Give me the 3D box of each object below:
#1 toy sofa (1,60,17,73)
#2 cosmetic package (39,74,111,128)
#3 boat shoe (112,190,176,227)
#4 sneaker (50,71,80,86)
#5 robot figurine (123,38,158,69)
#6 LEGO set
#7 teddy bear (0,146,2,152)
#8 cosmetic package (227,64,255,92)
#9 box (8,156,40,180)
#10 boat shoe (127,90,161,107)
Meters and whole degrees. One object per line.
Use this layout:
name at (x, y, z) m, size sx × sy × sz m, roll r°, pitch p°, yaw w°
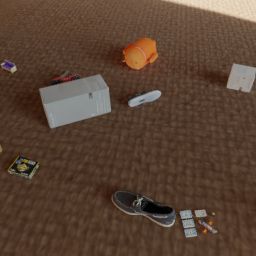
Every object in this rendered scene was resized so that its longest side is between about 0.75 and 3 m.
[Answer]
toy sofa at (-6.180, -3.196, 14.475) m, size 0.793 × 0.387 × 0.328 m, roll 25°, pitch 52°, yaw 21°
cosmetic package at (-2.209, -1.140, 11.815) m, size 2.695 × 1.440 × 1.215 m, roll -20°, pitch 50°, yaw -16°
boat shoe at (0.492, 2.414, 8.957) m, size 2.172 × 0.681 × 0.789 m, roll 19°, pitch 49°, yaw 17°
sneaker at (-3.114, -2.385, 13.608) m, size 1.493 × 0.528 × 0.729 m, roll -21°, pitch 50°, yaw -21°
robot figurine at (0.633, -3.864, 14.541) m, size 1.528 × 1.239 × 2.125 m, roll 47°, pitch 54°, yaw -7°
LEGO set at (2.271, 2.925, 8.782) m, size 1.104 × 0.271 × 0.824 m, roll -4°, pitch 50°, yaw -4°
teddy bear at (-5.463, 0.908, 10.573) m, size 1.261 × 0.421 × 0.914 m, roll -16°, pitch 51°, yaw -14°
cosmetic package at (5.400, -2.389, 13.362) m, size 1.068 × 0.880 × 0.881 m, roll 15°, pitch 49°, yaw 15°
box at (-3.784, 1.449, 10.202) m, size 0.873 × 0.215 × 0.697 m, roll 14°, pitch 47°, yaw 13°
boat shoe at (0.693, -1.441, 12.651) m, size 1.563 × 0.546 × 0.518 m, roll -22°, pitch 58°, yaw -4°
